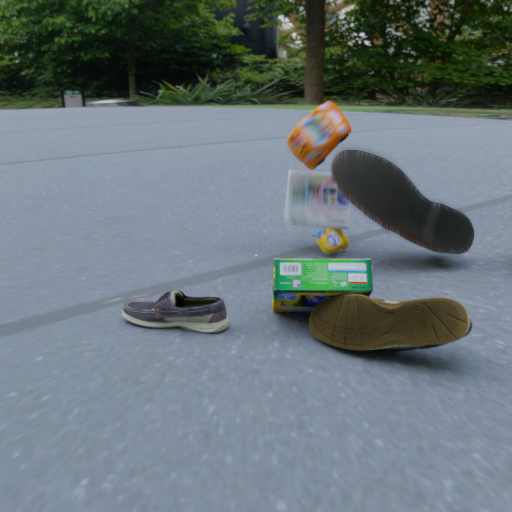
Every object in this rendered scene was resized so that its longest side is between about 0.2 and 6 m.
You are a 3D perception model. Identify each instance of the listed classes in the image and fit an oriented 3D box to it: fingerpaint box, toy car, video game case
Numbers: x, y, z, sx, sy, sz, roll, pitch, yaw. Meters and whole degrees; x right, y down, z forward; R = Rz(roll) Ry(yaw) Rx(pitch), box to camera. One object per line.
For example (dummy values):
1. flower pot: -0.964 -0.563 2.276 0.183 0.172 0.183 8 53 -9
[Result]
1. fingerpaint box: 0.969 0.485 8.598 1.435 0.526 1.197 1 -21 0
2. toy car: 1.431 -1.485 11.157 1.427 2.909 0.968 -19 3 44
3. video game case: 1.315 -1.199 11.894 1.353 1.232 0.160 5 -19 3

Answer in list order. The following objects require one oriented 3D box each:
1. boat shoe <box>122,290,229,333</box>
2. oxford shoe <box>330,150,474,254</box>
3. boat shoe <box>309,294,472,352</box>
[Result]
1. boat shoe: -1.244 0.790 8.591 1.699 0.551 0.611 5 20 15
2. oxford shoe: 2.649 -0.925 10.963 3.202 1.142 1.141 32 -11 -15
3. boat shoe: 1.836 1.002 7.805 2.259 0.827 0.732 -1 -21 35
